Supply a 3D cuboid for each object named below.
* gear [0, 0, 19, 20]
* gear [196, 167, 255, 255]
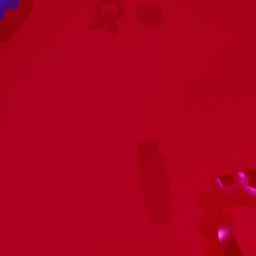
[{"bbox_3d":[-2.707,-3.117,5.756,0.372,2.012,2.012,39,78,-2],"label":"gear"},{"bbox_3d":[1.896,1.665,4.181,0.384,2.074,2.074,-4,73,-30],"label":"gear"}]
